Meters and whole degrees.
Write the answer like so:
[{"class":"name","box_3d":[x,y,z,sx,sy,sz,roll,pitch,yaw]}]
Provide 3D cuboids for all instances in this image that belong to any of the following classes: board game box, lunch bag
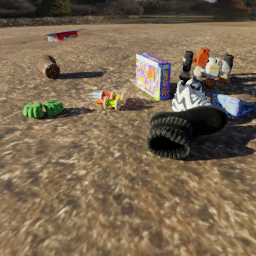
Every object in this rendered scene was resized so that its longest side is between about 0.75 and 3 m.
[{"class":"board game box","box_3d":[1.299,-2.825,15.082,0.621,1.864,2.772,-11,28,-21]},{"class":"board game box","box_3d":[-2.586,-3.746,11.468,1.743,0.339,1.377,-7,17,1]},{"class":"lunch bag","box_3d":[4.838,-1.092,12.880,1.892,0.890,1.424,-11,24,-41]}]

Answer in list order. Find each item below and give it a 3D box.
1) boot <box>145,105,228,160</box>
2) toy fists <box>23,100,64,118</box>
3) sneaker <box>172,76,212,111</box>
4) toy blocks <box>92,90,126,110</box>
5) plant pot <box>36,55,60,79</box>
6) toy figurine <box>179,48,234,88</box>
[{"class":"boot","box_3d":[2.133,0.125,9.792,3.044,1.145,2.276,-8,18,7]},{"class":"toy fists","box_3d":[-3.762,-0.857,12.518,1.769,0.608,0.902,-12,29,-25]},{"class":"sneaker","box_3d":[3.078,-1.319,12.157,1.065,1.737,2.669,-17,31,-29]},{"class":"toy blocks","box_3d":[-1.091,-1.397,13.598,1.693,0.615,1.411,9,27,18]},{"class":"plant pot","box_3d":[-5.022,-3.809,17.915,1.321,1.321,1.307,-14,37,-27]},{"class":"toy figurine","box_3d":[4.680,-3.523,16.739,2.671,1.888,2.713,27,35,34]}]
